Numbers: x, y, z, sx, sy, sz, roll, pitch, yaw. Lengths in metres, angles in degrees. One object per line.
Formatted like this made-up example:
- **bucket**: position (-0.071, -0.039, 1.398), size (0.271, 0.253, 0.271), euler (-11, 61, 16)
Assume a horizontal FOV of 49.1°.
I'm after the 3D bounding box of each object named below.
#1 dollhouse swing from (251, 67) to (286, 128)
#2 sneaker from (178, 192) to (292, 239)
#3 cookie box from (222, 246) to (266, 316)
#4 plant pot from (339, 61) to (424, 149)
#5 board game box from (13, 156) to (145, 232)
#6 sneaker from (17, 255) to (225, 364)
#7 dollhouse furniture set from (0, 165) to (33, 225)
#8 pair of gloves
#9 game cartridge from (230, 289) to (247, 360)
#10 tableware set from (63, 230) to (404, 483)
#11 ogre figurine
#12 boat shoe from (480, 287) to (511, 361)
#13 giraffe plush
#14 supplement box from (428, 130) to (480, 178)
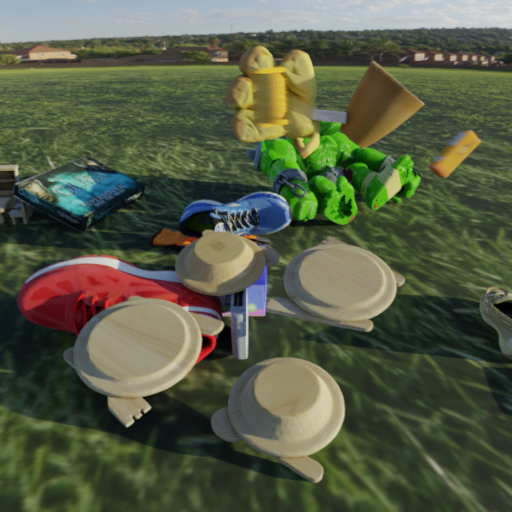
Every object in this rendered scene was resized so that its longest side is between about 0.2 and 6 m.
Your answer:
- **dollhouse swing**: position (0.329, -2.278, 8.037), size (0.740, 0.814, 0.715), euler (-18, 22, -37)
- **sneaker**: position (-0.456, -0.667, 11.375), size (2.415, 0.948, 1.077), euler (-6, 22, 16)
- **cookie box**: position (-0.530, 0.401, 9.823), size (1.420, 0.624, 1.660), euler (0, 24, 1)
- **plant pot**: position (1.897, -2.311, 8.948), size (1.050, 1.127, 1.050), euler (33, 23, -16)
- **board game box**: position (-4.280, -1.622, 13.899), size (1.913, 0.398, 2.828), euler (27, 29, 7)
- **sneaker**: position (-2.036, 0.886, 8.059), size (3.156, 1.236, 1.823), euler (-2, 23, -1)
- **dollhouse furniture set**: position (-6.198, -1.467, 13.505), size (1.393, 1.055, 1.589), euler (-4, 24, -9)
- **pair of gloves**: position (-0.662, -0.689, 12.634), size (2.619, 0.363, 2.940), euler (7, 24, 16)
- **game cartridge**: position (-0.245, 0.899, 8.391), size (0.267, 0.879, 1.318), euler (-4, 27, 2)
- **tableware set**: position (-0.145, 0.840, 7.568), size (3.495, 0.485, 4.183), euler (17, 43, 21)
- **ogre figurine**: position (1.751, -2.091, 13.768), size (4.669, 2.291, 2.799), euler (-31, 54, -26)
- **boat shoe**: position (3.967, 0.905, 8.708), size (0.708, 0.611, 1.942), euler (5, 24, 11)
- **giraffe plush**: position (0.489, -2.502, 9.497), size (1.921, 1.658, 1.558), euler (23, 8, -3)
- **supplement box**: position (3.943, -2.034, 11.160), size (1.019, 0.339, 0.351), euler (-45, 15, 3)
